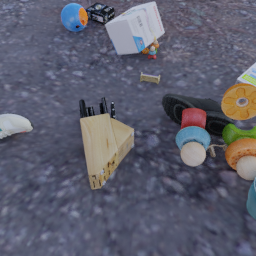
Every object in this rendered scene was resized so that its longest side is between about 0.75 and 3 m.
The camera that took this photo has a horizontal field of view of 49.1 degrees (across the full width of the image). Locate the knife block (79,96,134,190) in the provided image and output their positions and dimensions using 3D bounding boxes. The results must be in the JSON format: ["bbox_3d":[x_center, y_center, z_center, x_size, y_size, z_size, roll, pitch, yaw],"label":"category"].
[{"bbox_3d":[-1.206,0.247,9.442,2.566,0.935,2.923,25,55,21],"label":"knife block"}]

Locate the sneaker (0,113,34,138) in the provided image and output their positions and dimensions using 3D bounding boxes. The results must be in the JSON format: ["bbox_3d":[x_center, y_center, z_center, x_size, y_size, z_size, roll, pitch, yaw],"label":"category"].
[{"bbox_3d":[-4.632,0.217,9.617,2.717,0.957,1.270,2,67,0],"label":"sneaker"}]

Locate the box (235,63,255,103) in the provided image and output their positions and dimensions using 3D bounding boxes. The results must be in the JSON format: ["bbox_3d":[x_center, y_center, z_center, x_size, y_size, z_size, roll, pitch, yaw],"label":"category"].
[{"bbox_3d":[5.143,-1.738,10.995,2.094,1.061,1.178,-37,60,-27],"label":"box"}]

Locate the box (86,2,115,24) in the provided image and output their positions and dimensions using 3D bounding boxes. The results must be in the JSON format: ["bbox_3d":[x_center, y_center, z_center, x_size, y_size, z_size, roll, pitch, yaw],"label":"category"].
[{"bbox_3d":[-1.483,-6.162,15.034,1.216,0.524,0.996,28,55,21],"label":"box"}]

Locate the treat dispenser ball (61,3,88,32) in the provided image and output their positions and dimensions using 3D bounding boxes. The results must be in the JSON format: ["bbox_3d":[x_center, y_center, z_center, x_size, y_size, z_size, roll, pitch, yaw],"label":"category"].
[{"bbox_3d":[-2.688,-5.525,14.030,1.319,1.319,1.319,0,50,0],"label":"treat dispenser ball"}]

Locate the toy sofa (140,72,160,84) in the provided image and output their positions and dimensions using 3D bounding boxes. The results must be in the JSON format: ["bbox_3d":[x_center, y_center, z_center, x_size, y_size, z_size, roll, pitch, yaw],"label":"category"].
[{"bbox_3d":[0.938,-2.135,11.810,0.811,0.336,0.396,11,52,9],"label":"toy sofa"}]

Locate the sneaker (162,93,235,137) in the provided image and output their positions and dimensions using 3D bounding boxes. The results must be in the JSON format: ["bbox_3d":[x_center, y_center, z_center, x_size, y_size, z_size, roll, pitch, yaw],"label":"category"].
[{"bbox_3d":[2.573,-0.642,10.283,2.739,1.040,1.243,24,45,10],"label":"sneaker"}]

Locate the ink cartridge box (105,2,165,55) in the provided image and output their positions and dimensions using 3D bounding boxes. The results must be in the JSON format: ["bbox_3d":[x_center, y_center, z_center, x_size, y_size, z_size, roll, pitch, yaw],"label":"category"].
[{"bbox_3d":[0.357,-4.513,12.729,1.491,1.498,2.042,10,44,45],"label":"ink cartridge box"}]

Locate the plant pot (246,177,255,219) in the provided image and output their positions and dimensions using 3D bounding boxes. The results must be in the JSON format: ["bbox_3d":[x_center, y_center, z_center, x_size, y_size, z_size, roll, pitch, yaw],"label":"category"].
[{"bbox_3d":[3.942,2.010,7.789,1.281,1.203,1.281,1,50,-2],"label":"plant pot"}]

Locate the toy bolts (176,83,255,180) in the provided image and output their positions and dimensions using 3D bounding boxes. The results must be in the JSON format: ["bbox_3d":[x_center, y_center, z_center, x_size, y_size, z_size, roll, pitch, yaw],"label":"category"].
[{"bbox_3d":[2.859,0.221,8.503,2.793,2.668,1.937,1,39,12],"label":"toy bolts"}]

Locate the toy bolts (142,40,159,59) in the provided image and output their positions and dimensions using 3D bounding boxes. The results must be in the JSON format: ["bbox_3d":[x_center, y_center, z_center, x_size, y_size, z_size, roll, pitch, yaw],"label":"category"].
[{"bbox_3d":[1.028,-3.646,12.899,0.811,0.589,0.849,1,50,1],"label":"toy bolts"}]

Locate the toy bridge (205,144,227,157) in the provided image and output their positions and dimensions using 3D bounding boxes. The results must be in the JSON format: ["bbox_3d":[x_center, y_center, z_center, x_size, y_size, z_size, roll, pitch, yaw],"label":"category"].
[{"bbox_3d":[2.782,0.762,9.260,1.158,0.158,0.389,-22,98,-13],"label":"toy bridge"}]
